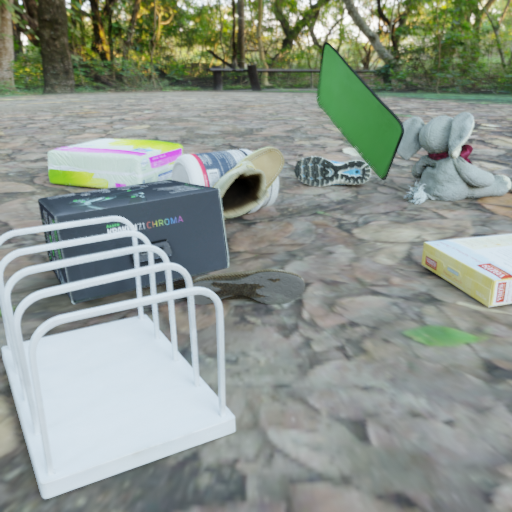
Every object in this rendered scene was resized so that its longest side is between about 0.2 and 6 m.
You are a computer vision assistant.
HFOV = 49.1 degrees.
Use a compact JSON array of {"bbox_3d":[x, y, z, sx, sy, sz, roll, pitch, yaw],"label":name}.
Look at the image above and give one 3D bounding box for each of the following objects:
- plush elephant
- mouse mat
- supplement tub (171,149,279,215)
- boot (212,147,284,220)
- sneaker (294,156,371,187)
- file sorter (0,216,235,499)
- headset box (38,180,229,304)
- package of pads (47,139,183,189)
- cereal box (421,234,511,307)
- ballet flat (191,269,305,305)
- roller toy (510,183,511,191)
[{"bbox_3d":[4.380,-2.358,12.869,2.560,1.982,2.108,-15,25,-35],"label":"plush elephant"},{"bbox_3d":[1.787,-2.543,10.017,0.083,1.781,2.213,-31,71,-10],"label":"mouse mat"},{"bbox_3d":[-0.644,-1.456,11.361,1.898,1.332,1.332,-11,23,-28],"label":"supplement tub"},{"bbox_3d":[-0.100,-1.305,9.878,2.146,0.774,1.660,-40,10,-17],"label":"boot"},{"bbox_3d":[1.931,-2.066,14.279,1.928,0.756,0.867,7,2,10],"label":"sneaker"},{"bbox_3d":[-1.487,0.687,5.340,1.660,1.490,2.393,-12,24,-28],"label":"file sorter"},{"bbox_3d":[-1.803,-0.338,8.006,2.161,1.151,2.482,-13,15,-24],"label":"headset box"},{"bbox_3d":[-3.535,-2.395,14.435,2.864,0.977,2.212,9,22,22],"label":"package of pads"},{"bbox_3d":[3.904,0.127,8.321,2.314,0.457,1.665,-6,21,-15],"label":"cereal box"},{"bbox_3d":[-0.145,0.397,7.582,1.596,0.538,0.370,-5,25,3],"label":"ballet flat"},{"bbox_3d":[6.298,-1.645,13.299,0.514,0.359,0.469,10,24,-2],"label":"roller toy"}]
